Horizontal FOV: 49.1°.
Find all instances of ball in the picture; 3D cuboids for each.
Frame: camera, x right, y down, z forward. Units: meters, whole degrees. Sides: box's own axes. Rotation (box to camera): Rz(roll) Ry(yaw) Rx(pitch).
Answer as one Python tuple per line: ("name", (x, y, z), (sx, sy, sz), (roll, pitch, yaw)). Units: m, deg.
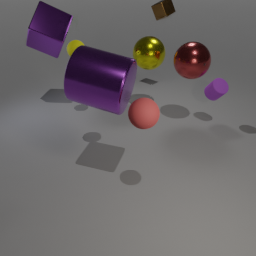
("ball", (0.351, -0.320, 6.210), (0.700, 0.700, 0.700), (0, 29, 0))
("ball", (-1.970, -2.989, 10.668), (0.700, 0.700, 0.700), (0, 29, 0))
("ball", (0.898, -3.191, 11.961), (1.400, 1.400, 1.400), (0, 29, 0))
("ball", (2.439, -2.563, 10.664), (1.400, 1.400, 1.400), (0, 29, 0))

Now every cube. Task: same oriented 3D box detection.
("cube", (1.643, -5.517, 12.988), (0.700, 0.700, 0.700), (-40, 27, -27))
("cube", (-3.270, -4.025, 11.613), (1.400, 1.400, 1.400), (20, -20, -18))

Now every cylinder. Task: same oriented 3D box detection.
("cylinder", (3.543, -1.547, 11.248), (0.700, 0.700, 0.700), (5, 71, -15))
("cylinder", (-0.640, -1.170, 6.889), (1.400, 1.400, 1.400), (17, 31, 8))
